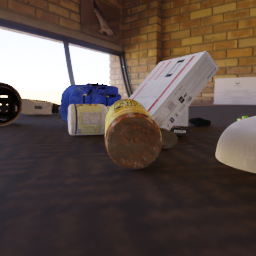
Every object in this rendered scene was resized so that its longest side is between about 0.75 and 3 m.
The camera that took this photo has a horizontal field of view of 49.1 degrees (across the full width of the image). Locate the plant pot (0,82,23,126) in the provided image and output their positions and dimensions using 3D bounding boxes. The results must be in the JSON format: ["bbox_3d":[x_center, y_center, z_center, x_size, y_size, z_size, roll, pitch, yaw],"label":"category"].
[{"bbox_3d":[-5.444,-0.952,12.085,1.808,1.808,1.790,-2,-1,-17],"label":"plant pot"}]

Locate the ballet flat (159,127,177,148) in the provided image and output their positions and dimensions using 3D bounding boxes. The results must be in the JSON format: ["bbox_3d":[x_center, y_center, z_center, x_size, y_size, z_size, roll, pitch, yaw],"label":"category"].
[{"bbox_3d":[0.324,0.269,6.485,1.613,0.374,0.543,2,47,8],"label":"ballet flat"}]

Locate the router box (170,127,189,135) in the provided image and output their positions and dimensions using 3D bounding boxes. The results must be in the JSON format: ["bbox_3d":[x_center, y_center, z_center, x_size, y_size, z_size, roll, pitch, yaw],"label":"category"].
[{"bbox_3d":[1.283,0.079,8.274,0.860,0.220,0.642,2,3,-40],"label":"router box"}]

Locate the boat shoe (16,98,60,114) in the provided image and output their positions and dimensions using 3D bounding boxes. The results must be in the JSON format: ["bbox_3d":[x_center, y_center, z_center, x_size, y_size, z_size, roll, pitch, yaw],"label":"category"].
[{"bbox_3d":[-6.161,-1.409,19.288,2.970,1.109,1.377,10,3,10],"label":"boat shoe"}]

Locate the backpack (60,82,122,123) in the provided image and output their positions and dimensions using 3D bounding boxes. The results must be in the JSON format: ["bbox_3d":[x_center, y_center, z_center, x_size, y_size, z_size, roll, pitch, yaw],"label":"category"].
[{"bbox_3d":[-1.482,-0.963,11.250,2.210,1.796,1.855,-3,10,-34],"label":"backpack"}]

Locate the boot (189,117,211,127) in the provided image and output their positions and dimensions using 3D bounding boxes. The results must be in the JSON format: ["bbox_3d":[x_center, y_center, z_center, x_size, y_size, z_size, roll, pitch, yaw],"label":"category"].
[{"bbox_3d":[2.793,-0.263,11.398,0.969,0.358,0.794,5,5,-32],"label":"boot"}]

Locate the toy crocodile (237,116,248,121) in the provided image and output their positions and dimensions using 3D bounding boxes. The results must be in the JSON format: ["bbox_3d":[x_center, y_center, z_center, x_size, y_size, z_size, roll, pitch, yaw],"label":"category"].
[{"bbox_3d":[4.739,-0.246,11.020,0.368,0.402,1.191,-5,8,-22],"label":"toy crocodile"}]

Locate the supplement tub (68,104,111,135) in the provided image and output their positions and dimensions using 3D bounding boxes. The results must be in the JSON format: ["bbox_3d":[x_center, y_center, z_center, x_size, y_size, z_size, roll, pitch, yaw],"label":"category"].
[{"bbox_3d":[-1.148,-0.263,8.636,1.319,0.957,0.957,-1,6,-17],"label":"supplement tub"}]

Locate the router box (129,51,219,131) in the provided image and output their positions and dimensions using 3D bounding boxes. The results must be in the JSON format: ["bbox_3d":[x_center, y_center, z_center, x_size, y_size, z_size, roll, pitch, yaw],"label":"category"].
[{"bbox_3d":[0.987,-0.978,8.396,0.663,2.716,2.437,45,-12,-21],"label":"router box"}]

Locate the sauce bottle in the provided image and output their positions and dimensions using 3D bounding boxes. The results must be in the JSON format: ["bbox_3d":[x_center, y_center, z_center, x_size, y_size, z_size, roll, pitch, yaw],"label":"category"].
[{"bbox_3d":[-0.022,-0.107,5.729,0.977,0.977,2.959,-1,15,-6],"label":"sauce bottle"}]

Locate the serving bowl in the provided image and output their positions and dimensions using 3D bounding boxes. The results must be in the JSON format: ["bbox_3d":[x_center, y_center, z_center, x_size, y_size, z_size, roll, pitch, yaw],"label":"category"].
[{"bbox_3d":[2.951,0.184,5.000,2.638,0.868,2.638,0,7,0],"label":"serving bowl"}]

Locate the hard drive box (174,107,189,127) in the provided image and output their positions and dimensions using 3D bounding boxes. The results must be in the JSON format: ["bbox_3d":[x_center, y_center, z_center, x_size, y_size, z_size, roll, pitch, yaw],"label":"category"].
[{"bbox_3d":[1.710,-0.658,11.360,1.474,1.149,0.566,2,6,15],"label":"hard drive box"}]
